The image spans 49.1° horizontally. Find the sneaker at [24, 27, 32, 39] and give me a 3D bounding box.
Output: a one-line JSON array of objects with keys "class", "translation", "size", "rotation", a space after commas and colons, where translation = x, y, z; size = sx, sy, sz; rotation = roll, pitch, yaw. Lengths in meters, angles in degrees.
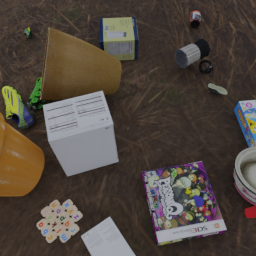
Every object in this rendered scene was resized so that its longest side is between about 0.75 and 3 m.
[{"class": "sneaker", "translation": [-4.827, -4.542, 13.512], "size": [0.330, 0.303, 0.776], "rotation": [-20, 49, -4]}]

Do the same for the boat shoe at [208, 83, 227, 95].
[{"class": "boat shoe", "translation": [3.646, -1.525, 11.460], "size": [0.834, 0.277, 0.312], "rotation": [25, 61, 16]}]

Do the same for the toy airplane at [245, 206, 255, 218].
[{"class": "toy airplane", "translation": [4.425, 2.298, 8.898], "size": [1.639, 0.301, 1.639], "rotation": [1, 56, -2]}]

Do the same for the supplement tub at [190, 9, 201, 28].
[{"class": "supplement tub", "translation": [3.353, -5.474, 13.959], "size": [0.538, 0.538, 1.007], "rotation": [7, 55, 5]}]

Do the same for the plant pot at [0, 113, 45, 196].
[{"class": "plant pot", "translation": [-3.976, 0.914, 8.235], "size": [2.691, 2.464, 2.691], "rotation": [-18, 56, 30]}]

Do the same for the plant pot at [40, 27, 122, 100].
[{"class": "plant pot", "translation": [-1.720, -2.122, 10.384], "size": [2.722, 2.536, 2.536], "rotation": [6, 54, -21]}]

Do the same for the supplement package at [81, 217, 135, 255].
[{"class": "supplement package", "translation": [-0.537, 3.374, 7.781], "size": [0.956, 0.949, 1.260], "rotation": [-30, 61, -19]}]

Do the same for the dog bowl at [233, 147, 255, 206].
[{"class": "dog bowl", "translation": [4.345, 1.614, 8.902], "size": [2.092, 0.771, 2.092], "rotation": [1, 45, -1]}]

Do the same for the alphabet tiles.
[{"class": "alphabet tiles", "translation": [-2.102, 2.857, 8.648], "size": [1.252, 0.093, 1.280], "rotation": [-37, 64, -23]}]

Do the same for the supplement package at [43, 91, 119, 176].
[{"class": "supplement package", "translation": [-1.419, 0.263, 8.960], "size": [1.867, 2.397, 1.329], "rotation": [-15, 57, -8]}]

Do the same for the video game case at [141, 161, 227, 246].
[{"class": "video game case", "translation": [1.674, 2.292, 8.832], "size": [2.100, 0.415, 2.317], "rotation": [-8, 57, -5]}]

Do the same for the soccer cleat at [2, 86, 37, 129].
[{"class": "soccer cleat", "translation": [-4.393, -0.828, 10.745], "size": [0.926, 0.716, 2.213], "rotation": [-37, 64, -19]}]

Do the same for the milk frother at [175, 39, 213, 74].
[{"class": "milk frother", "translation": [2.790, -2.787, 11.671], "size": [1.270, 1.219, 1.350], "rotation": [-29, 73, -19]}]

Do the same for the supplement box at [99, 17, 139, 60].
[{"class": "supplement box", "translation": [-0.414, -4.009, 12.617], "size": [1.656, 1.113, 1.657], "rotation": [-3, 56, -2]}]

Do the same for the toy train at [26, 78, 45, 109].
[{"class": "toy train", "translation": [-3.478, -1.749, 11.489], "size": [0.665, 0.492, 2.358], "rotation": [4, 57, 23]}]

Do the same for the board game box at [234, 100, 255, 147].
[{"class": "board game box", "translation": [5.290, -0.116, 10.335], "size": [2.068, 0.578, 2.025], "rotation": [-5, 56, -3]}]
